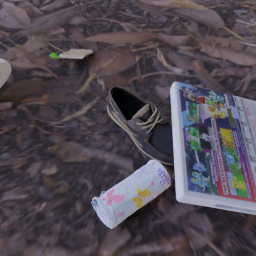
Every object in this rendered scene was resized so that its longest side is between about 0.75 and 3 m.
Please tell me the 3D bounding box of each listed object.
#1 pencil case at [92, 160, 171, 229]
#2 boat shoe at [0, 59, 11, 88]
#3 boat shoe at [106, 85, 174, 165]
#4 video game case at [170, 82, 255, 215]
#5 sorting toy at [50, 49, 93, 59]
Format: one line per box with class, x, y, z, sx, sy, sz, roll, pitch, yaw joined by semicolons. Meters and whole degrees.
pencil case;0.084;1.271;5.537;1.611;0.670;0.731;-29;18;-23
boat shoe;-4.466;-1.040;7.317;0.977;1.027;2.853;41;73;13
boat shoe;0.365;-0.093;6.417;2.531;0.928;0.943;37;77;24
video game case;2.279;0.377;6.060;2.727;0.344;2.993;12;50;-9
sorting toy;-1.855;-2.383;9.093;1.234;0.182;0.912;5;28;11
